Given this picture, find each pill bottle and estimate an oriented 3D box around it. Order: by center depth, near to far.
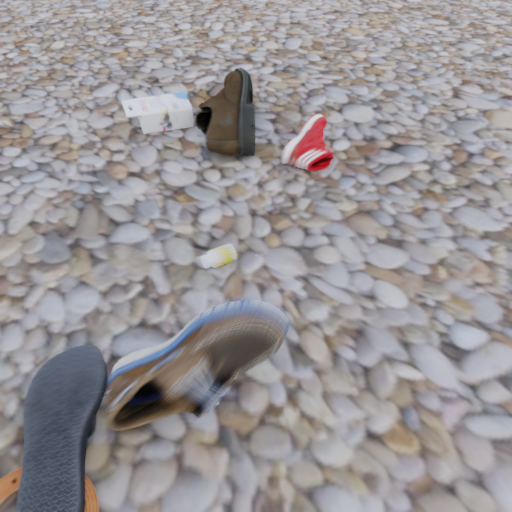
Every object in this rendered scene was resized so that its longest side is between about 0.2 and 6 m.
[{"bbox_3d":[-0.696,0.022,10.284,0.601,0.334,0.334,-20,45,-22],"label":"pill bottle"}]

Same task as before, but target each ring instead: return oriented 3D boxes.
[{"bbox_3d":[-2.702,3.254,6.784,1.574,0.151,1.574,1,41,-1],"label":"ring"}]

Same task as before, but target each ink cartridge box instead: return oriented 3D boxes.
[{"bbox_3d":[-2.496,-3.610,14.208,1.639,0.556,0.944,-12,43,-13],"label":"ink cartridge box"}]

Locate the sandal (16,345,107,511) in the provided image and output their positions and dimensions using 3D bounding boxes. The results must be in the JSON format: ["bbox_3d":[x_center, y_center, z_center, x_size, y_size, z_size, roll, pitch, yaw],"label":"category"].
[{"bbox_3d":[-2.599,2.403,7.474,1.023,0.576,2.691,-2,47,1],"label":"sandal"}]

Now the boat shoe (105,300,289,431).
[{"bbox_3d":[-0.794,1.577,7.349,2.862,1.034,1.036,-30,31,24],"label":"boat shoe"}]

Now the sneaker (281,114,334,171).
[{"bbox_3d":[1.440,-2.538,13.045,1.054,0.715,1.824,28,58,16],"label":"sneaker"}]

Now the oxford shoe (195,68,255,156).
[{"bbox_3d":[-0.767,-3.672,13.750,1.461,1.258,3.461,-2,39,1],"label":"oxford shoe"}]
